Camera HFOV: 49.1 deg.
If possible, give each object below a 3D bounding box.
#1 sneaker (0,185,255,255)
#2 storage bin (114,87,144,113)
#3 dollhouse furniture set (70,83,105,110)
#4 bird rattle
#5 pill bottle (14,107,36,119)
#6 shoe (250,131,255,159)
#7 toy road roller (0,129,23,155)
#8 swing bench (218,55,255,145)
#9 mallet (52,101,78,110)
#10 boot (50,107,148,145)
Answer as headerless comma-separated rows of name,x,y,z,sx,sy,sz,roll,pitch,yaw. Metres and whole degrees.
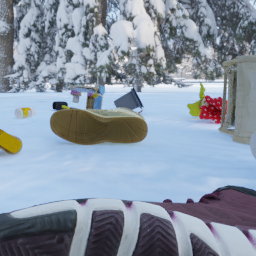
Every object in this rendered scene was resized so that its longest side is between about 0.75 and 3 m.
sneaker,0.381,0.854,1.941,2.546,0.963,1.471,9,3,-8
storage bin,0.044,-1.234,14.138,1.233,1.336,1.835,-27,7,6
dollhouse furniture set,-1.385,-0.923,8.870,1.236,0.855,1.310,6,0,6
bird rattle,3.748,-0.919,11.538,2.195,1.516,2.692,14,8,-16
pill bottle,-4.544,-0.683,12.443,0.477,0.477,0.859,5,10,27
shoe,3.022,0.496,4.459,0.939,0.737,2.064,-2,14,-21
toy road roller,-2.931,0.344,5.873,0.716,0.850,1.165,10,-23,48
swing bench,3.436,-0.785,7.605,1.441,2.210,2.222,1,8,8
mallet,-3.062,-1.079,15.309,2.538,0.522,0.836,13,11,35
boot,-0.706,-0.153,7.757,2.474,0.901,1.923,2,9,2
